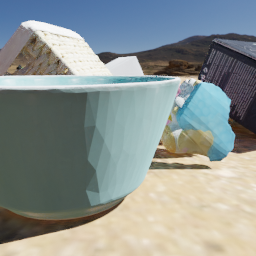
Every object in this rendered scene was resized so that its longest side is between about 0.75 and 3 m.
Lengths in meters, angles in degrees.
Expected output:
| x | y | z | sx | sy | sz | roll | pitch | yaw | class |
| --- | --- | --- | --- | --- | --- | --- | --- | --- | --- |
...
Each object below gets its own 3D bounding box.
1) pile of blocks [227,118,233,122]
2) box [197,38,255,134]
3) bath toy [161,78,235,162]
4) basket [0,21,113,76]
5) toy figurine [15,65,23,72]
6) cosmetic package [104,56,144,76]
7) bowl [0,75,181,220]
| x | y | z | sx | sy | sz | roll | pitch | yaw | class |
| --- | --- | --- | --- | --- | --- | --- | --- | --- | --- |
| 2.229 | -0.412 | 7.680 | 0.872 | 0.660 | 2.124 | 9 | 17 | -17 | pile of blocks |
| 3.169 | -0.935 | 6.354 | 2.290 | 1.419 | 2.251 | -10 | 37 | -37 | box |
| 1.091 | -0.204 | 5.527 | 1.100 | 1.294 | 2.976 | 38 | 6 | -8 | bath toy |
| -1.931 | -1.368 | 7.640 | 2.030 | 1.848 | 2.995 | -43 | -1 | 18 | basket |
| -4.046 | -1.801 | 10.396 | 0.928 | 0.645 | 0.913 | -53 | 21 | -15 | toy figurine |
| -0.657 | -2.149 | 12.359 | 2.068 | 1.276 | 2.075 | -31 | 22 | -13 | cosmetic package |
| -0.741 | 0.091 | 3.314 | 2.653 | 1.388 | 2.653 | 0 | 11 | 0 | bowl |
